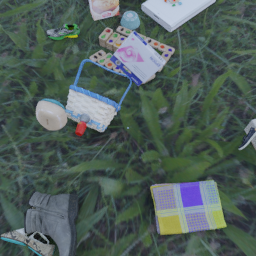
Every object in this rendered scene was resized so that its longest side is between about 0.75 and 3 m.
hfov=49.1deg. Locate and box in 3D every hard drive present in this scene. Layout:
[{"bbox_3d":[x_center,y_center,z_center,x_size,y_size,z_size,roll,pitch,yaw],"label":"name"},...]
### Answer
[{"bbox_3d":[2.178,-5.343,11.962,2.732,0.359,1.802,-38,69,-17],"label":"hard drive"}]

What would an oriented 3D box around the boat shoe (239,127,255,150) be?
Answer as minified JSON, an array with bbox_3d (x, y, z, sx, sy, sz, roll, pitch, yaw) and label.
[{"bbox_3d":[3.654,0.323,8.617,0.255,0.305,0.818,37,106,11],"label":"boat shoe"}]

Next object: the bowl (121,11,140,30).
[{"bbox_3d":[0.100,-4.473,11.481,0.815,0.427,0.815,1,63,-1],"label":"bowl"}]

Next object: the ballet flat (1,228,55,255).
[{"bbox_3d":[-2.670,3.055,7.643,1.481,0.502,0.558,23,58,4],"label":"ballet flat"}]

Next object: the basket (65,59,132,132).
[{"bbox_3d":[-1.050,-1.037,9.063,1.785,1.408,2.024,25,93,10],"label":"basket"}]

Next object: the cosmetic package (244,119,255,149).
[{"bbox_3d":[4.644,0.596,8.741,1.016,0.718,1.963,-15,63,-7],"label":"cosmetic package"}]

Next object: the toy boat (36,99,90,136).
[{"bbox_3d":[-1.872,-0.316,8.062,1.509,1.269,0.701,21,59,-7],"label":"toy boat"}]

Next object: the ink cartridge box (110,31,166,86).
[{"bbox_3d":[0.231,-1.966,8.305,1.267,1.291,0.280,40,40,-12],"label":"ink cartridge box"}]

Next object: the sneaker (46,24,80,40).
[{"bbox_3d":[-2.590,-3.885,11.105,1.319,0.562,0.515,-11,64,-5],"label":"sneaker"}]

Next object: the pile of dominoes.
[{"bbox_3d":[0.141,-2.933,10.692,2.740,0.436,2.135,27,66,13],"label":"pile of dominoes"}]

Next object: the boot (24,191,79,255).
[{"bbox_3d":[-2.102,2.789,7.580,1.437,0.745,2.200,0,55,-6],"label":"boot"}]

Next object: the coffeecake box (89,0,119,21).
[{"bbox_3d":[-0.974,-5.176,11.247,1.125,1.466,0.536,-17,64,-8],"label":"coffeecake box"}]

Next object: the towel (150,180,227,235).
[{"bbox_3d":[1.722,2.278,8.157,2.030,0.231,1.458,-4,62,-2],"label":"towel"}]

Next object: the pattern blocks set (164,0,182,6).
[{"bbox_3d":[1.885,-5.439,11.760,0.791,0.073,0.900,-10,64,-4],"label":"pattern blocks set"}]
